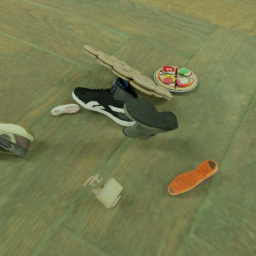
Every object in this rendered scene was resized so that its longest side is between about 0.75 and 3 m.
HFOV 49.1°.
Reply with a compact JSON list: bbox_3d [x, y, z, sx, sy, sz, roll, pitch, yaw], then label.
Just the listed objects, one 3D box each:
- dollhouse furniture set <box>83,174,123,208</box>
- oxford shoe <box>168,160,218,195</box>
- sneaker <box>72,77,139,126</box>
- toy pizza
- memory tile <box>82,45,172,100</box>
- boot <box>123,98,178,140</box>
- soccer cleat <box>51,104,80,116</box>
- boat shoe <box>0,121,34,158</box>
[{"bbox_3d":[-0.591,1.545,6.523,0.795,0.866,0.563,47,53,-11],"label":"dollhouse furniture set"},{"bbox_3d":[1.697,1.374,7.151,1.407,0.513,0.502,-27,43,-3],"label":"oxford shoe"},{"bbox_3d":[-0.629,-1.101,8.581,2.300,1.287,0.840,26,36,16],"label":"sneaker"},{"bbox_3d":[1.682,-1.790,9.812,1.532,0.243,1.532,2,44,-2],"label":"toy pizza"},{"bbox_3d":[0.013,-1.791,9.008,2.893,0.243,2.218,39,18,26],"label":"memory tile"},{"bbox_3d":[0.306,-0.066,7.249,1.948,1.273,0.660,17,56,-45],"label":"boot"},{"bbox_3d":[-1.992,-0.609,8.899,0.885,0.307,0.343,-13,27,-12],"label":"soccer cleat"},{"bbox_3d":[-4.028,0.280,7.670,2.750,0.983,0.904,7,60,1],"label":"boat shoe"}]
